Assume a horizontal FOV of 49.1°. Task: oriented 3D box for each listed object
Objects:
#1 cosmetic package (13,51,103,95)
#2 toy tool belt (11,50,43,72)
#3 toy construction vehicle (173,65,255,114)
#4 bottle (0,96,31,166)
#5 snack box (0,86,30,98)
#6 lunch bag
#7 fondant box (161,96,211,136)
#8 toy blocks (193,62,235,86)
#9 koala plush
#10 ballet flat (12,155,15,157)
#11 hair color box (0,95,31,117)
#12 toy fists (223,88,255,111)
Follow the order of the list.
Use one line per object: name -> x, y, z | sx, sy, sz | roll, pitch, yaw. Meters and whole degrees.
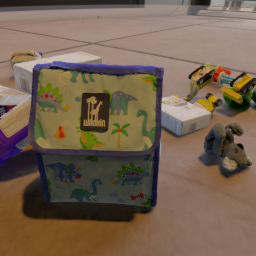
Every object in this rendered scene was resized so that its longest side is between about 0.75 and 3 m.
cosmetic package -> -2.426, -1.983, 10.180 | 1.455, 1.059, 2.861 | 25, 38, 38
toy tool belt -> -3.921, -2.770, 11.616 | 1.781, 1.112, 1.094 | -9, 38, -17
toy construction vehicle -> 2.580, -1.061, 8.582 | 2.036, 0.717, 1.773 | -37, 49, -14
bottle -> -2.320, 0.087, 5.686 | 2.412, 0.787, 1.007 | -37, 4, -9
snack box -> -3.854, -0.935, 8.992 | 2.498, 0.304, 0.898 | 17, 33, 29
lunch bag -> -0.456, 0.092, 4.833 | 2.065, 2.429, 1.548 | 2, 28, 2
fondant box -> 1.347, -0.394, 7.800 | 1.104, 0.446, 1.530 | -15, 32, -32
toy blocks -> 3.500, -2.044, 10.795 | 1.556, 0.565, 1.297 | 24, 37, 37
koala plush -> 2.187, 0.492, 6.031 | 0.857, 0.888, 0.966 | -5, 48, -35
ballet flat -> -3.326, 0.333, 6.393 | 1.658, 0.576, 0.576 | 2, 28, 4
hair color box -> -1.983, -0.223, 6.867 | 2.139, 1.059, 0.649 | -2, 28, -3
toy fists -> 3.868, -0.957, 8.752 | 1.728, 0.594, 0.881 | 2, 28, 5
